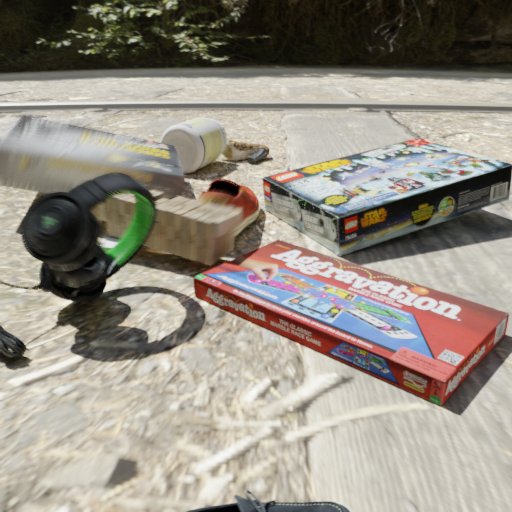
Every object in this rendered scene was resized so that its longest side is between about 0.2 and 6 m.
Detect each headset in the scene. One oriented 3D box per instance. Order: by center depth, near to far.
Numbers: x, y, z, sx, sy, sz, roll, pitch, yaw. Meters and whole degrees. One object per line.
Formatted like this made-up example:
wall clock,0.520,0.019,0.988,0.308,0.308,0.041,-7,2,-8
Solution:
headset,-2.608,0.092,8.147,1.449,1.904,3.084,41,61,21

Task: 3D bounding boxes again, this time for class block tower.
block tower,-1.804,-0.663,10.374,3.058,0.884,0.826,14,26,24

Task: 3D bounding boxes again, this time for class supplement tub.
supplement tub,-1.786,-3.285,16.427,1.390,1.390,1.917,10,25,21

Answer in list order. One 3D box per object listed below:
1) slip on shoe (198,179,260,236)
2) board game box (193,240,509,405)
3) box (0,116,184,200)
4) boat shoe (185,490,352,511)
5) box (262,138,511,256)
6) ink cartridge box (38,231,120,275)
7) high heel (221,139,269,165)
slip on shoe,-0.586,-1.185,11.981,1.190,0.983,3.213,0,16,10
board game box,1.282,0.721,8.453,4.213,0.410,2.169,19,29,37
box,-3.863,-2.248,13.461,3.970,0.960,3.145,9,21,-15
boat shoe,-0.014,2.305,4.591,1.830,0.570,0.683,-4,22,-13
box,2.812,-1.500,12.402,4.494,0.896,3.076,-18,28,-22
ink cartridge box,-3.093,-0.055,10.310,1.140,0.376,1.567,7,22,14
high heel,-0.442,-3.404,17.622,1.658,0.592,1.182,27,38,17
